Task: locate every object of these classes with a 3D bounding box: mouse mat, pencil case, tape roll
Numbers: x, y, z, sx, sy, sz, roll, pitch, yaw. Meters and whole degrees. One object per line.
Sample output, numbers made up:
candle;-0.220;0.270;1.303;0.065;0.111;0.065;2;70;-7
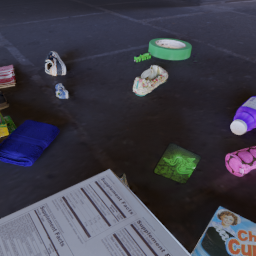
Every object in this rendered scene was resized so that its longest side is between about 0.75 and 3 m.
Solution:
mouse mat;1.150;0.838;6.462;1.026;0.826;0.039;24;10;-27
pencil case;3.242;0.782;7.024;1.497;0.679;0.701;-14;38;-15
tape roll;2.079;-3.940;13.902;2.085;0.501;2.085;4;32;-2

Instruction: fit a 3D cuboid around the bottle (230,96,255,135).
bottle;3.812;-0.387;8.732;0.792;0.619;1.897;28;43;31

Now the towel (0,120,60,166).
towel;-2.771;0.410;7.827;1.190;0.399;1.612;13;37;11

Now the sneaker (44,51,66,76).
sneaker;-3.338;-2.856;12.253;0.718;0.709;1.809;-12;38;-27

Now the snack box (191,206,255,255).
snack box;2.413;2.465;4.718;2.456;0.456;1.427;22;40;29

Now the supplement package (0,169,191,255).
supplement package;-0.792;2.297;3.556;2.663;2.021;2.006;-21;40;-28

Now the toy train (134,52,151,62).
toy train;0.711;-3.406;13.430;1.031;0.291;0.215;-25;42;-31

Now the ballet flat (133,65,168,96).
ballet flat;0.977;-2.021;11.001;0.898;0.759;2.374;15;37;24

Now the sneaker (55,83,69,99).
sneaker;-2.524;-1.377;10.399;0.376;0.369;0.975;-16;36;-28

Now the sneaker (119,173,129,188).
sneaker;-0.108;1.368;6.531;0.301;0.299;0.831;31;22;-17

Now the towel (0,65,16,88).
towel;-5.420;-2.124;11.635;1.381;0.218;1.917;-13;37;-17

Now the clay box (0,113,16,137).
clay box;-4.469;-0.034;8.311;2.018;0.480;1.160;-20;39;-28

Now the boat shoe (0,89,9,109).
boat shoe;-4.743;-1.168;9.871;0.628;0.618;1.685;-28;43;-34
